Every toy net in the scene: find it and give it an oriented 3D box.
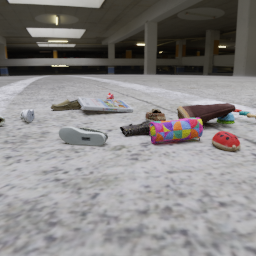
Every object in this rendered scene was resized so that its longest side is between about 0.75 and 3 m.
[{"bbox_3d":[5.549,-0.497,12.928,2.769,0.535,1.452,6,12,16],"label":"toy net"}]

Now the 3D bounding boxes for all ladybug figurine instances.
[{"bbox_3d":[3.266,0.407,9.308,0.840,0.445,1.237,-2,14,-9],"label":"ladybug figurine"}]

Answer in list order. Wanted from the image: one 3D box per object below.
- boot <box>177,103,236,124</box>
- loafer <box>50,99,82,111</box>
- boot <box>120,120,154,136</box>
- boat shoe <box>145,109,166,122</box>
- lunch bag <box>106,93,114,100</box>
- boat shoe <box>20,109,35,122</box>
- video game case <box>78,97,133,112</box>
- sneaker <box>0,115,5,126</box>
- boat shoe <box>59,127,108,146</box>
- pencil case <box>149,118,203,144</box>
[{"bbox_3d":[3.272,-0.673,11.646,2.333,1.015,2.805,-14,4,9],"label":"boot"},{"bbox_3d":[-3.546,-1.344,16.021,1.763,0.594,0.670,-6,15,-23],"label":"loafer"},{"bbox_3d":[0.485,0.093,10.676,1.368,0.544,1.571,-11,13,-19],"label":"boot"},{"bbox_3d":[1.287,-0.576,12.823,0.686,0.650,1.812,-5,15,-19],"label":"boat shoe"},{"bbox_3d":[-1.097,-1.748,17.146,0.388,0.833,0.946,2,14,6],"label":"lunch bag"},{"bbox_3d":[-4.780,-0.566,13.129,0.547,0.615,1.673,-6,4,-9],"label":"boat shoe"},{"bbox_3d":[-1.282,-1.293,15.564,2.707,0.244,1.939,2,18,-20],"label":"video game case"},{"bbox_3d":[-5.900,-0.240,11.499,0.713,0.675,1.764,10,19,21],"label":"sneaker"},{"bbox_3d":[-1.531,0.282,9.659,1.690,0.597,0.538,10,16,9],"label":"boat shoe"},{"bbox_3d":[1.693,0.085,9.851,1.929,0.853,0.853,-3,14,-16],"label":"pencil case"}]
